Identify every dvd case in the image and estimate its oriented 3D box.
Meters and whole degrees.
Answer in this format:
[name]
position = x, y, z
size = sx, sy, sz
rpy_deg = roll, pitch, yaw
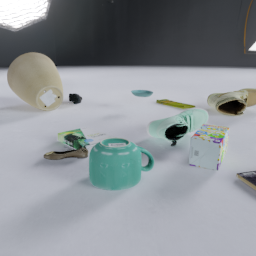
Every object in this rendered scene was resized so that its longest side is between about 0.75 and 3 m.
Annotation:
[dvd case]
position = 3.402, 1.309, 6.055
size = 1.249, 0.134, 1.679
rpy_deg = -5, 17, -15

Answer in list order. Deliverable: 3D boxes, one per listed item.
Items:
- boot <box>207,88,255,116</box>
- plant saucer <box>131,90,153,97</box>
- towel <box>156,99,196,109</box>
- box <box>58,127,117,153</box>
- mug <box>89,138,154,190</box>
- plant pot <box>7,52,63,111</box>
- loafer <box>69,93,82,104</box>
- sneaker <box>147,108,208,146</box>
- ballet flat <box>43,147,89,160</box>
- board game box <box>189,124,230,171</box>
[boot]
position = 5.362, -1.225, 13.307
size = 2.762, 0.995, 2.136
rpy_deg = -4, 15, 6
[plant saucer]
position = 0.707, -1.715, 13.995
size = 1.116, 0.201, 1.116
rpy_deg = 2, 18, -1
[towel]
position = 2.540, -1.330, 15.115
size = 0.915, 0.192, 2.126
rpy_deg = -12, 20, -34
[box]
position = -1.333, 0.357, 9.051
size = 1.204, 0.303, 1.668
rpy_deg = -14, 20, -41
[mug]
position = -0.219, 0.731, 6.631
size = 1.221, 0.919, 1.486
rpy_deg = 11, 19, 34
[plant pot]
position = -4.408, -2.063, 14.139
size = 2.656, 2.656, 2.836
rpy_deg = -10, 36, -31
[loafer]
position = -2.830, -1.672, 15.653
size = 0.584, 0.588, 1.617
rpy_deg = -3, 17, -26
[sneaker]
position = 1.960, -0.040, 9.365
size = 2.349, 0.864, 1.385
rpy_deg = -16, 15, -17
[ballet flat]
position = -1.735, 0.704, 7.871
size = 1.249, 0.289, 0.421
rpy_deg = -2, 16, -6
[board game box]
position = 2.278, 0.472, 7.755
size = 0.778, 0.792, 1.510
rpy_deg = 9, 19, 25
